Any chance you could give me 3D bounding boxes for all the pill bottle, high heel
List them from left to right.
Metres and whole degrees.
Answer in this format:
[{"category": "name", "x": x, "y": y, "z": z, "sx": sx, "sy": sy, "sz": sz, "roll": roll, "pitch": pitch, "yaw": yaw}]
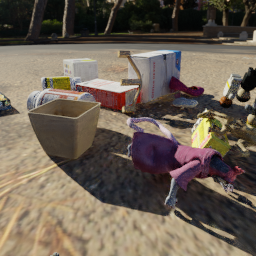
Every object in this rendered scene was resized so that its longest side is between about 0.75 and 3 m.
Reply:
[{"category": "pill bottle", "x": -2.414, "y": -0.732, "z": 10.085, "sx": 2.326, "sy": 1.305, "sz": 1.305, "roll": 10, "pitch": 23, "yaw": 23}, {"category": "pill bottle", "x": -3.237, "y": -1.999, "z": 13.737, "sx": 1.863, "sy": 1.065, "sz": 1.065, "roll": -6, "pitch": 22, "yaw": -15}, {"category": "high heel", "x": 3.026, "y": -2.127, "z": 13.977, "sx": 2.331, "sy": 1.121, "sz": 0.786, "roll": -16, "pitch": 26, "yaw": -35}]

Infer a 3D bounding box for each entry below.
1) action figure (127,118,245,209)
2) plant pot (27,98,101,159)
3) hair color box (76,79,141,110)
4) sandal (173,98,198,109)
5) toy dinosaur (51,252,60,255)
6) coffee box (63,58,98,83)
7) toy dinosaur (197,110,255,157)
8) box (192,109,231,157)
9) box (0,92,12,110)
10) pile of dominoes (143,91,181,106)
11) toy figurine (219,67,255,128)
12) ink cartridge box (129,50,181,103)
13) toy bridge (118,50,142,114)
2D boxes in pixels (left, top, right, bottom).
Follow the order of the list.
[{"category": "action figure", "x": 1.303, "y": 0.638, "z": 6.026, "sx": 1.668, "sy": 1.854, "sz": 2.489, "roll": -11, "pitch": 9, "yaw": -41}, {"category": "plant pot", "x": -1.746, "y": 0.034, "z": 8.040, "sx": 1.511, "sy": 1.337, "sz": 1.509, "roll": 8, "pitch": 22, "yaw": 18}, {"category": "hair color box", "x": -0.933, "y": -1.609, "z": 13.006, "sx": 2.710, "sy": 0.866, "sz": 1.503, "roll": 17, "pitch": 27, "yaw": 34}, {"category": "sandal", "x": 2.442, "y": -1.002, "z": 12.129, "sx": 0.578, "sy": 0.349, "sz": 1.420, "roll": -35, "pitch": 25, "yaw": -17}, {"category": "toy dinosaur", "x": -0.856, "y": 2.201, "z": 3.872, "sx": 0.511, "sy": 0.385, "sz": 1.000, "roll": -17, "pitch": 30, "yaw": -10}, {"category": "coffee box", "x": -2.703, "y": -3.139, "z": 16.067, "sx": 1.508, "sy": 1.506, "sz": 1.492, "roll": -13, "pitch": 25, "yaw": -31}, {"category": "toy dinosaur", "x": 2.909, "y": 0.170, "z": 6.856, "sx": 2.914, "sy": 0.848, "sz": 1.474, "roll": 38, "pitch": 28, "yaw": 29}, {"category": "box", "x": 2.251, "y": 0.266, "z": 7.877, "sx": 0.599, "sy": 0.899, "sz": 2.389, "roll": 30, "pitch": 25, "yaw": -1}, {"category": "box", "x": -6.323, "y": -1.198, "z": 12.528, "sx": 1.537, "sy": 0.424, "sz": 2.251, "roll": -15, "pitch": 25, "yaw": -33}, {"category": "pile of dominoes", "x": 1.538, "y": -1.232, "z": 12.313, "sx": 1.476, "sy": 0.235, "sz": 1.150, "roll": -18, "pitch": -4, "yaw": -42}, {"category": "toy figurine", "x": 4.726, "y": -1.128, "z": 10.580, "sx": 2.111, "sy": 1.492, "sz": 2.144, "roll": -23, "pitch": 49, "yaw": -34}, {"category": "ink cartridge box", "x": 1.362, "y": -2.611, "z": 13.807, "sx": 1.254, "sy": 2.152, "sz": 2.977, "roll": 15, "pitch": 26, "yaw": 35}, {"category": "toy bridge", "x": 0.124, "y": -1.888, "z": 11.623, "sx": 0.897, "sy": 2.669, "sz": 0.363, "roll": -3, "pitch": -7, "yaw": -16}]
